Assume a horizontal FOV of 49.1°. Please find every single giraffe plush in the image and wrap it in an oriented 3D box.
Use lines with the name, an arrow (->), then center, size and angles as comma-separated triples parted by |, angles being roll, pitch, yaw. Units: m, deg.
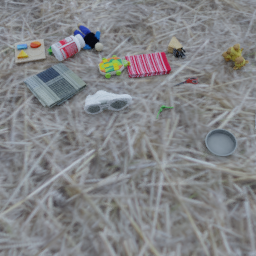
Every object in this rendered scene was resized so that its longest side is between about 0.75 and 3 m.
giraffe plush -> 5.215, -3.320, 13.418 | 1.141, 0.985, 0.925 | 3, 58, -42

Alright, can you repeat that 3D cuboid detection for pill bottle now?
pill bottle -> -2.897, -3.963, 13.695 | 1.503, 0.843, 0.843 | -33, 62, -16

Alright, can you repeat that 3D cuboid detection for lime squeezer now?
lime squeezer -> 1.488, -0.755, 11.995 | 0.970, 0.183, 0.342 | -33, 92, -22

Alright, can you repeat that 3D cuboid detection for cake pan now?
cake pan -> 3.620, 0.586, 10.935 | 1.194, 0.219, 1.194 | -3, 60, 5

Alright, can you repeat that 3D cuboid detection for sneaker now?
sneaker -> -0.876, -1.272, 11.961 | 2.060, 0.803, 1.024 | -8, 52, -6

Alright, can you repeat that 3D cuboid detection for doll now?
doll -> -1.986, -4.645, 14.390 | 1.378, 0.490, 2.020 | -43, 67, -2

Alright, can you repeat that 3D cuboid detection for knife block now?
knife block -> 2.542, -4.015, 14.080 | 1.014, 0.370, 1.155 | 19, 57, 12

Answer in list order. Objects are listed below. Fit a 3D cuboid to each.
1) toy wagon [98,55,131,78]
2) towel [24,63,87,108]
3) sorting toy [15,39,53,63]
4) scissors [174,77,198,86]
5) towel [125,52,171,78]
toy wagon -> -0.633, -2.994, 13.341 | 1.517, 0.300, 1.177 | -15, 57, 0
towel -> -3.287, -1.950, 12.735 | 2.107, 0.378, 2.188 | -35, 60, -25
sorting toy -> -4.609, -3.985, 14.088 | 2.138, 0.315, 1.581 | -11, 56, -7
scissors -> 2.662, -2.158, 12.992 | 1.207, 0.084, 0.442 | -7, 58, -3
towel -> 0.949, -3.091, 13.533 | 2.042, 0.230, 1.477 | -7, 55, -5
